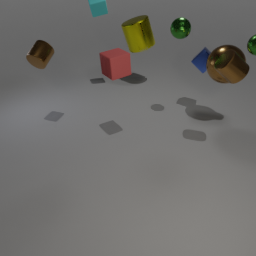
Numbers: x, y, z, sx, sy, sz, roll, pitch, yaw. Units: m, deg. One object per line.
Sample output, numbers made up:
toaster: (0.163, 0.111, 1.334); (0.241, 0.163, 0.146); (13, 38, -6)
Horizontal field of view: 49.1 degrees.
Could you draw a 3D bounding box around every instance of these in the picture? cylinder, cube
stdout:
cylinder: (-2.960, -2.481, 9.479); (0.700, 0.700, 0.700); (13, 64, 20)
cylinder: (2.961, -1.743, 8.002); (0.700, 0.700, 0.700); (35, 22, -22)
cube: (-1.323, -5.381, 12.157); (0.700, 0.700, 0.700); (-16, 62, -2)
cube: (-0.384, -1.977, 8.633); (0.700, 0.700, 0.700); (-23, 38, -24)
cube: (3.115, -2.784, 11.465); (0.700, 0.700, 0.700); (44, 31, -3)
cylinder: (0.529, -4.705, 14.030); (1.400, 1.400, 1.400); (-16, 31, 10)

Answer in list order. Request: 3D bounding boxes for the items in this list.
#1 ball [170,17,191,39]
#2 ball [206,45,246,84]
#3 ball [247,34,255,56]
ball: (1.794, -3.389, 9.526); (0.700, 0.700, 0.700); (0, 30, 0)
ball: (3.593, -2.335, 10.290); (1.400, 1.400, 1.400); (0, 30, 0)
ball: (4.275, -2.722, 9.163); (0.700, 0.700, 0.700); (0, 30, 0)
